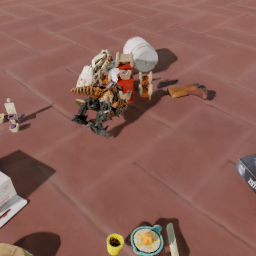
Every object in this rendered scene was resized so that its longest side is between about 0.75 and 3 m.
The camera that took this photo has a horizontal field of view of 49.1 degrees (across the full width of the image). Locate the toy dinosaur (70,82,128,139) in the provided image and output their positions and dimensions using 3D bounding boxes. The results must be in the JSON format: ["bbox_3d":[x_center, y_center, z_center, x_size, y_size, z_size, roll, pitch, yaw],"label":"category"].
[{"bbox_3d":[-1.118,-0.905,10.478,2.992,2.031,1.529,25,3,-38],"label":"toy dinosaur"}]

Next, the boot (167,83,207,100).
[{"bbox_3d":[2.666,-1.579,12.597,1.511,0.517,1.422,-9,41,-10],"label":"boot"}]

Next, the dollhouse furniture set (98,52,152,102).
[{"bbox_3d":[-0.120,-2.197,12.779,2.347,1.209,2.322,0,66,0],"label":"dollhouse furniture set"}]

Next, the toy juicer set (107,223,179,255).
[{"bbox_3d":[0.563,2.944,6.816,1.979,0.539,1.259,-7,35,-23],"label":"toy juicer set"}]

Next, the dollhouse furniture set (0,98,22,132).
[{"bbox_3d":[-5.042,-0.499,10.856,1.476,1.048,1.170,-7,40,-8],"label":"dollhouse furniture set"}]

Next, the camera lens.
[{"bbox_3d":[0.636,-3.884,14.706,1.378,1.378,1.723,-15,43,-18],"label":"camera lens"}]

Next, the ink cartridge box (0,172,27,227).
[{"bbox_3d":[-4.359,1.847,8.182,2.459,0.834,1.416,22,45,25],"label":"ink cartridge box"}]

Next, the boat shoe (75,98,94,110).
[{"bbox_3d":[-1.817,-1.070,12.074,1.055,0.386,0.342,23,50,26],"label":"boat shoe"}]

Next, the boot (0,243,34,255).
[{"bbox_3d":[-2.662,3.710,6.044,1.875,0.708,2.141,10,40,12],"label":"boot"}]

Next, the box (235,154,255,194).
[{"bbox_3d":[5.054,1.524,8.798,2.517,0.548,2.016,-12,41,-14],"label":"box"}]

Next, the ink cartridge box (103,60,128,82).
[{"bbox_3d":[-0.645,-2.882,14.149,0.921,0.534,1.248,-30,49,-30],"label":"ink cartridge box"}]

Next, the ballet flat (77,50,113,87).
[{"bbox_3d":[-1.658,-2.801,13.344,1.002,0.847,2.650,19,58,25],"label":"ballet flat"}]
